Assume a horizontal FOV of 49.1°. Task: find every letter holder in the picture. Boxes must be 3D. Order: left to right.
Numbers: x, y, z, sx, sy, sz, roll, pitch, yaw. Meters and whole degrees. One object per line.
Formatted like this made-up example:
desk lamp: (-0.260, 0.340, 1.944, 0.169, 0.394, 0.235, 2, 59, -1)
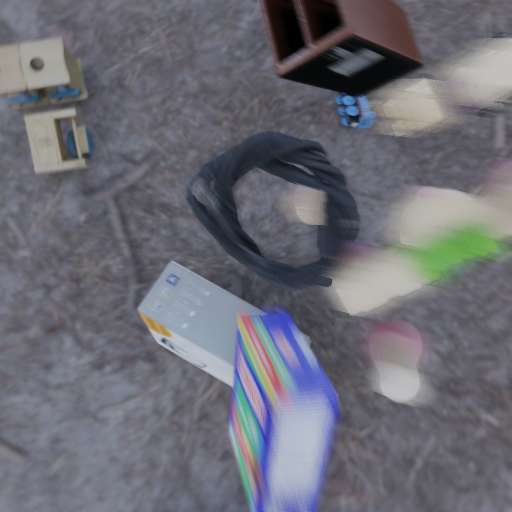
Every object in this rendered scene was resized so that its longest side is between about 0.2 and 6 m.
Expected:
letter holder: (1.165, -3.287, 7.733, 1.137, 2.260, 1.606, -18, 84, 38)

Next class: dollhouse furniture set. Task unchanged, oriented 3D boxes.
dollhouse furniture set: (-3.907, -2.560, 10.210, 1.515, 1.523, 2.162, -10, 96, -4)

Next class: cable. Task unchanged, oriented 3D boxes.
cable: (0.290, -0.387, 5.637, 1.489, 1.825, 0.464, -29, 24, 25)

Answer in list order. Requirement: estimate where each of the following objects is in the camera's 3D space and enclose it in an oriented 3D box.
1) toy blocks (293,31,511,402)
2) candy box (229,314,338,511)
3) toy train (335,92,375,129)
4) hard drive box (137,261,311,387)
toy blocks: (2.161, -0.456, 6.857, 2.896, 2.609, 3.099, -27, 97, 16)
candy box: (0.203, 1.713, 6.000, 0.659, 1.711, 1.446, -1, 26, -16)
toy train: (1.884, -2.872, 10.688, 0.567, 0.430, 0.993, -5, 64, -12)
hard drive box: (-0.425, 1.227, 8.116, 2.235, 1.742, 0.858, 27, 69, 12)
